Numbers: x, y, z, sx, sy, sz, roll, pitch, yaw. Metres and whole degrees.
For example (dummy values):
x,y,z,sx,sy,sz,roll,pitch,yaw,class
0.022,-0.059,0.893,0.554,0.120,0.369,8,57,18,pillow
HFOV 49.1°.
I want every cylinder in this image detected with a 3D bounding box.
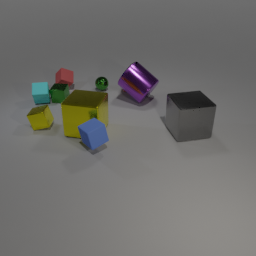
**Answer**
x,y,z,sx,sy,sz,roll,pitch,yaw,class
0.480,-2.111,13.021,1.400,1.400,1.400,42,40,4,cylinder

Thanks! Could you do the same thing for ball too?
x,y,z,sx,sy,sz,roll,pitch,yaw,class
-1.351,-2.307,14.472,0.700,0.700,0.700,0,30,0,ball

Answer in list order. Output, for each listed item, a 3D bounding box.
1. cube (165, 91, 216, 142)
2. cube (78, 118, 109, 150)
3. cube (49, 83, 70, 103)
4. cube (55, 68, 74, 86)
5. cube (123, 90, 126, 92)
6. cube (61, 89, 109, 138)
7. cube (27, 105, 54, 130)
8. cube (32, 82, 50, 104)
x,y,z,sx,sy,sz,roll,pitch,yaw,class
2.331,-0.477,10.691,1.400,1.400,1.400,-7,31,-10,cube
-1.182,0.191,9.565,0.700,0.700,0.700,-30,37,-25,cube
-3.241,-1.657,13.358,0.700,0.700,0.700,3,37,8,cube
-3.297,-2.583,14.523,0.700,0.700,0.700,12,-25,-37,cube
0.130,-2.287,14.260,0.700,0.700,0.700,7,66,12,cube
-1.601,-0.535,10.774,1.400,1.400,1.400,7,30,9,cube
-3.481,-0.421,11.171,0.700,0.700,0.700,-11,29,9,cube
-4.043,-1.635,13.038,0.700,0.700,0.700,-6,60,-9,cube
